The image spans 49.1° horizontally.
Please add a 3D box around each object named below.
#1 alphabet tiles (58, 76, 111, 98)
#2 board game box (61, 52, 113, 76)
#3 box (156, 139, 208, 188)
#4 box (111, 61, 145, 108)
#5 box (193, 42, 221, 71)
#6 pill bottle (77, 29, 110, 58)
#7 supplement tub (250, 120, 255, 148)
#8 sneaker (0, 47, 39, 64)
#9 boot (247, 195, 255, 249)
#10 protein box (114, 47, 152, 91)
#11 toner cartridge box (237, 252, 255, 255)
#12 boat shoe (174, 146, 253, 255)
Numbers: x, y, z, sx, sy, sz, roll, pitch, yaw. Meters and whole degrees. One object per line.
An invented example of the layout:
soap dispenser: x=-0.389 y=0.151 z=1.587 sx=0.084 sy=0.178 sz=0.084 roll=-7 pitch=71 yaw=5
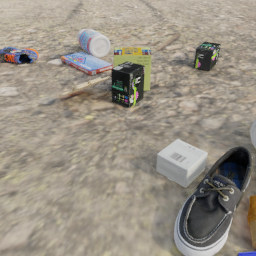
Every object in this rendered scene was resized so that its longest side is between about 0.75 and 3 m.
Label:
alphabet tiles: x=-1.557 y=-1.488 z=9.919 sx=1.883 sy=0.141 sz=1.926 roll=-24 pitch=9 yaw=-15
board game box: x=-1.977 y=-3.088 z=13.251 sx=1.284 sy=0.243 sz=2.495 roll=-24 pitch=40 yaw=-34
box: x=1.316 y=0.842 z=6.884 sx=0.893 sy=0.587 sz=0.898 roll=27 pitch=42 yaw=35
box: x=0.002 y=-1.539 z=9.890 sx=0.806 sy=1.296 sz=0.963 roll=21 pitch=38 yaw=28
box: x=3.671 y=-3.349 z=12.987 sx=0.803 sy=0.959 sz=1.292 roll=17 pitch=37 yaw=25
pill bottle: x=-1.871 y=-4.480 z=14.575 sx=1.151 sy=1.151 sz=2.117 roll=-18 pitch=36 yaw=-25
supplement tub: x=4.459 y=0.005 z=7.578 sx=2.026 sy=1.242 sz=1.242 roll=-17 pitch=37 yaw=-25
sneaker: x=-5.322 y=-3.419 z=13.369 sx=1.950 sy=0.735 sz=0.765 roll=-4 pitch=38 yaw=-3
boot: x=3.252 y=1.844 z=5.280 sx=1.838 sy=0.647 sz=1.315 roll=8 pitch=35 yaw=21
protein box: x=0.157 y=-2.310 z=10.949 sx=1.423 sy=1.433 sz=0.967 roll=-1 pitch=33 yaw=-1
toner cartridge box: x=2.373 y=2.793 z=4.014 sx=0.954 sy=0.434 sz=2.009 roll=-3 pitch=33 yaw=-2
boat shoe: x=1.903 y=1.321 z=5.777 sx=1.033 sy=0.979 sz=2.955 roll=25 pitch=40 yaw=33
